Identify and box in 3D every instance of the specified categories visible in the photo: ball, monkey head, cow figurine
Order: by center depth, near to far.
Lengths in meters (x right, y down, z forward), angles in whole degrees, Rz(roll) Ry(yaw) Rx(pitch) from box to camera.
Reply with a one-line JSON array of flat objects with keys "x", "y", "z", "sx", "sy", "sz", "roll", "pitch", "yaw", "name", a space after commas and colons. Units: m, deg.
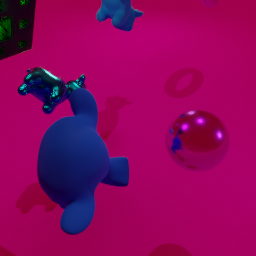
[{"x": -0.558, "y": 0.502, "z": 4.042, "sx": 1.429, "sy": 1.197, "sz": 1.987, "roll": 6, "pitch": 66, "yaw": -15, "name": "monkey head"}, {"x": 1.072, "y": 0.195, "z": 4.377, "sx": 0.976, "sy": 0.976, "sz": 0.976, "roll": 0, "pitch": 41, "yaw": 0, "name": "ball"}, {"x": -1.504, "y": -0.871, "z": 5.918, "sx": 1.314, "sy": 0.721, "sz": 1.293, "roll": 37, "pitch": 37, "yaw": -15, "name": "cow figurine"}, {"x": -0.192, "y": -3.427, "z": 7.701, "sx": 0.942, "sy": 1.715, "sz": 1.688, "roll": 22, "pitch": 48, "yaw": 14, "name": "cow figurine"}]

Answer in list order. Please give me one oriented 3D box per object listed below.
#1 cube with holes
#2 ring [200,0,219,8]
[{"x": -1.959, "y": -1.574, "z": 3.552, "sx": 1.060, "sy": 1.060, "sz": 1.060, "roll": 46, "pitch": 53, "yaw": 10, "name": "cube with holes"}, {"x": 2.405, "y": -4.887, "z": 9.085, "sx": 0.406, "sy": 2.030, "sz": 2.030, "roll": -18, "pitch": 30, "yaw": 33, "name": "ring"}]
